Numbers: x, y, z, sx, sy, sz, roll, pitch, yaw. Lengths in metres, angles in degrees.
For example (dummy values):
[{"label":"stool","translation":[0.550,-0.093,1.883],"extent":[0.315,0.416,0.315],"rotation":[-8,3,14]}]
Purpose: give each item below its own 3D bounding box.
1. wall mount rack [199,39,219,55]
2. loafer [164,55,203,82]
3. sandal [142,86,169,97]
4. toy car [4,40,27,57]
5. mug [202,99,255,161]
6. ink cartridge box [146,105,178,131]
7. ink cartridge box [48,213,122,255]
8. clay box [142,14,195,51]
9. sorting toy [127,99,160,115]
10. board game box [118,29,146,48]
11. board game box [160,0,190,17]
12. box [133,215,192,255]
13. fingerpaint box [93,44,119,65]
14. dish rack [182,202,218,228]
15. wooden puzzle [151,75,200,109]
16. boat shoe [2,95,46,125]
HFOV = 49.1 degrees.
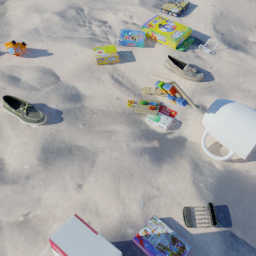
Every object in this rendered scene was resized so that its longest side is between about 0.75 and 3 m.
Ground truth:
[{"label":"wall mount rack","translation":[3.924,-3.963,13.626],"extent":[0.779,0.334,0.896],"rotation":[-34,60,-25]},{"label":"loafer","translation":[2.448,-2.645,12.384],"extent":[1.910,0.600,0.687],"rotation":[28,56,21]},{"label":"sandal","translation":[1.279,-1.644,11.673],"extent":[1.376,0.453,0.504],"rotation":[2,51,2]},{"label":"toy car","translation":[-5.891,-3.681,13.438],"extent":[2.035,0.998,0.677],"rotation":[-5,94,16]},{"label":"mug","translation":[3.478,0.117,9.661],"extent":[1.902,1.602,2.170],"rotation":[36,93,23]},{"label":"ink cartridge box","translation":[1.331,-0.499,10.881],"extent":[0.889,0.277,1.105],"rotation":[25,57,19]},{"label":"ink cartridge box","translation":[-0.972,3.209,6.747],"extent":[1.483,2.042,0.851],"rotation":[31,54,23]},{"label":"clay box","translation":[2.079,-4.836,14.162],"extent":[2.460,0.585,1.413],"rotation":[32,58,24]},{"label":"sorting toy","translation":[0.585,-0.901,11.106],"extent":[1.310,0.175,0.976],"rotation":[8,35,8]},{"label":"board game box","translation":[0.205,-4.495,13.998],"extent":[1.263,0.284,0.961],"rotation":[8,57,3]},{"label":"board game box","translation":[2.717,-6.973,16.094],"extent":[1.076,0.275,1.588],"rotation":[27,57,20]},{"label":"box","translation":[0.947,3.247,7.837],"extent":[1.366,0.267,0.935],"rotation":[36,59,25]},{"label":"fingerpaint box","translation":[-1.035,-3.445,13.164],"extent":[1.077,0.395,0.899],"rotation":[-12,51,-9]},{"label":"dish rack","translation":[2.119,2.620,8.359],"extent":[0.950,0.259,0.729],"rotation":[-1,50,0]},{"label":"wooden puzzle","translation":[1.514,-1.152,9.368],"extent":[0.353,1.526,1.414],"rotation":[-53,27,1]},{"label":"boat shoe","translation":[-4.060,-0.713,10.829],"extent":[1.978,0.591,0.707],"rotation":[23,55,17]}]
